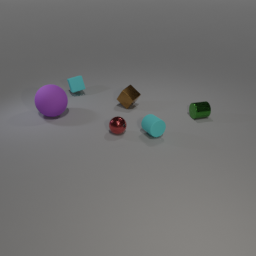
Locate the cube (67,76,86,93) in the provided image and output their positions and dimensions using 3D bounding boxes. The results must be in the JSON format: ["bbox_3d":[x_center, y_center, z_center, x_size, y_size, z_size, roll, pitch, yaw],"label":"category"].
[{"bbox_3d":[-2.680,-2.279,14.485,0.700,0.700,0.700,-19,16,-14],"label":"cube"}]

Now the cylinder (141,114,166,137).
[{"bbox_3d":[0.978,-0.098,10.771,0.700,0.700,0.700,-14,29,-24],"label":"cylinder"}]

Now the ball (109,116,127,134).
[{"bbox_3d":[-0.399,-0.106,10.948,0.700,0.700,0.700,0,28,0],"label":"ball"}]

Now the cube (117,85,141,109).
[{"bbox_3d":[0.033,-1.455,13.091,0.700,0.700,0.700,44,49,4],"label":"cube"}]

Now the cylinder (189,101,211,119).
[{"bbox_3d":[3.127,-0.784,12.201,0.700,0.700,0.700,-8,29,-14],"label":"cylinder"}]

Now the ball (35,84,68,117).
[{"bbox_3d":[-3.334,-1.189,12.195,1.400,1.400,1.400,0,28,0],"label":"ball"}]
